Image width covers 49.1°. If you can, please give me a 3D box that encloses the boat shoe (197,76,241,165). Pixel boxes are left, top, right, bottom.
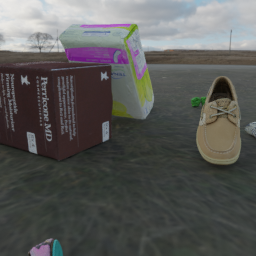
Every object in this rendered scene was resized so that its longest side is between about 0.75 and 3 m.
[{"bbox_3d":[2.022,-0.269,6.256,0.916,0.829,2.570,2,39,13],"label":"boat shoe"}]

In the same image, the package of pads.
[{"bbox_3d":[-0.492,-1.670,8.599,2.295,2.971,1.013,10,50,26],"label":"package of pads"}]

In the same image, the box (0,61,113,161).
[{"bbox_3d":[-1.900,-0.613,6.996,2.389,1.982,1.962,10,19,32],"label":"box"}]

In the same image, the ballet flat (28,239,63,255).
[{"bbox_3d":[-0.792,1.485,2.584,0.438,0.425,1.231,-24,16,-13],"label":"ballet flat"}]

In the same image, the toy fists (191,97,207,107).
[{"bbox_3d":[2.962,-1.084,11.434,0.772,0.394,0.266,-2,-10,0],"label":"toy fists"}]

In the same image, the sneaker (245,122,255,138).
[{"bbox_3d":[3.503,0.111,7.405,0.440,0.398,1.032,-14,20,-29],"label":"sneaker"}]
